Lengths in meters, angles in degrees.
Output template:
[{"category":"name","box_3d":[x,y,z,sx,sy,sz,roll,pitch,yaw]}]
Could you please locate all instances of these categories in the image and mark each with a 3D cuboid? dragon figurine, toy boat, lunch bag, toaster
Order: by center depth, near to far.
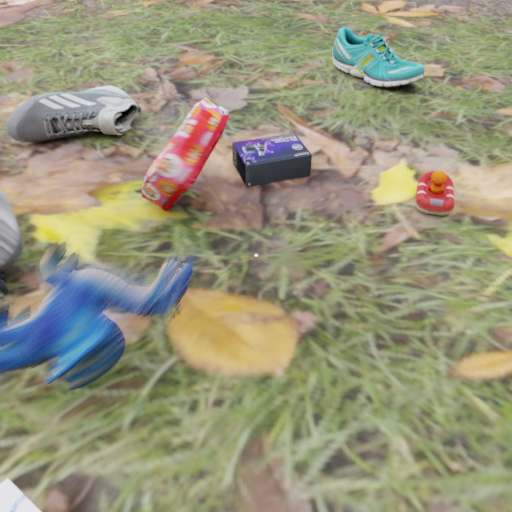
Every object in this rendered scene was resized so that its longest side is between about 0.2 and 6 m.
[{"category":"dragon figurine","box_3d":[-2.111,0.941,6.367,1.561,0.924,3.139,40,76,11]},{"category":"toaster","box_3d":[-4.569,-0.621,7.767,1.638,1.862,2.883,-38,49,-4]},{"category":"lunch bag","box_3d":[-1.165,-1.751,9.346,0.742,1.595,1.811,32,61,-12]},{"category":"toy boat","box_3d":[3.115,-1.185,9.656,0.639,0.640,0.979,9,41,10]}]

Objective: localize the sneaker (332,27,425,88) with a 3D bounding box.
[{"category":"sneaker","box_3d":[2.908,-4.826,13.642,2.608,1.039,1.011,32,50,31]}]

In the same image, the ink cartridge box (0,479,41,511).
[{"category":"ink cartridge box","box_3d":[-2.232,2.553,5.347,0.717,0.519,0.301,27,46,28]}]

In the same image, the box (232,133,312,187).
[{"category":"box","box_3d":[0.285,-1.815,10.523,1.280,0.505,0.904,-12,44,-14]}]

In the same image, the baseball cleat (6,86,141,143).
[{"category":"baseball cleat","box_3d":[-3.616,-2.837,11.389,2.654,0.926,1.413,-30,49,-30]}]
